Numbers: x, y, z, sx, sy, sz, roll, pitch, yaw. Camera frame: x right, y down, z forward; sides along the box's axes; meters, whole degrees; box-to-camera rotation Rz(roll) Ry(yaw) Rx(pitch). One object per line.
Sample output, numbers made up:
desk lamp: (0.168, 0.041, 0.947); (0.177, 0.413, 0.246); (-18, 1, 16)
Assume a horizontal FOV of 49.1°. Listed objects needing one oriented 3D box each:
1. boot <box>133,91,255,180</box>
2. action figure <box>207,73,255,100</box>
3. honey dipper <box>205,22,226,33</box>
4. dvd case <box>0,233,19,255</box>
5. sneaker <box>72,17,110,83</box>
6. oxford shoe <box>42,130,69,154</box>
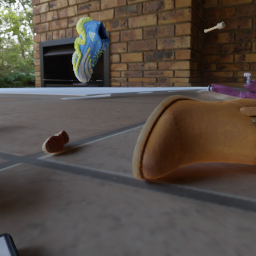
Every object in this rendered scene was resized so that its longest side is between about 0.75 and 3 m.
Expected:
boot: (1.655, 0.305, 4.201); (2.258, 1.115, 2.908); (25, 29, 33)
action figure: (4.547, -0.991, 11.256); (2.700, 1.808, 2.010); (6, -22, 10)
honey dipper: (2.990, -3.475, 9.762); (0.188, 0.188, 0.989); (-4, 6, -22)
dvd case: (-1.058, 1.172, 1.106); (1.526, 0.188, 2.139); (-7, 12, -32)
sneaker: (-0.855, -1.806, 6.601); (0.802, 1.527, 0.578); (14, 21, 32)
oxford shoe: (-1.519, 0.341, 5.685); (0.369, 0.354, 1.001); (-24, 6, 13)
